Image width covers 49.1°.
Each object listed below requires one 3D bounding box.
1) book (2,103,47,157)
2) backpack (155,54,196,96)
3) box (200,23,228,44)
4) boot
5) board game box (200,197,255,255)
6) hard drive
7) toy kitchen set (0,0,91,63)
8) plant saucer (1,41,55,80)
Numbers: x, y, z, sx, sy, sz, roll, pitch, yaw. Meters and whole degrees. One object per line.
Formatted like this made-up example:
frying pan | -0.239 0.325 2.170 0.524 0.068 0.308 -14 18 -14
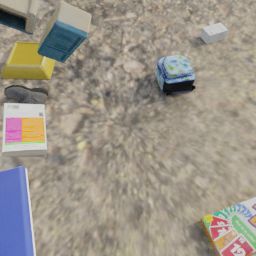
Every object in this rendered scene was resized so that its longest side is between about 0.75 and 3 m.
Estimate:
book | -1.384 0.006 3.749 0.540 0.194 0.808 2 52 -21
backpack | 1.489 -1.813 8.969 1.135 0.911 1.240 -11 52 -12
box | 3.206 -3.539 10.464 0.824 0.402 0.513 -19 58 -13
boot | -3.201 -0.798 8.544 1.425 0.497 0.938 2 60 6
board game box | 2.948 2.250 6.546 2.267 0.340 1.083 -15 58 -13
hard drive | -3.121 2.261 6.496 1.705 0.328 2.584 -14 56 -9
toy kitchen set | -2.353 -1.491 5.456 2.629 1.549 2.106 15 74 -28
plant saucer | -3.412 -2.442 9.707 1.699 0.412 1.699 2 56 1
